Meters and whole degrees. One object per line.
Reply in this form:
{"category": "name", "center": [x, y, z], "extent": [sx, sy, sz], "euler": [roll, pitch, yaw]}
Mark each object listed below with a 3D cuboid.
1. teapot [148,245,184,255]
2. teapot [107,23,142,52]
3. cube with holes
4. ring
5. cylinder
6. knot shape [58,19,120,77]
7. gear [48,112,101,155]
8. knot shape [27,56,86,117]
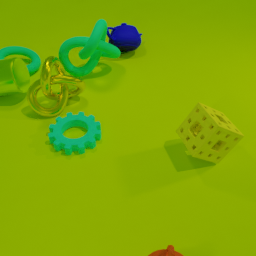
{"category": "teapot", "center": [0.581, 2.317, 4.208], "extent": [0.798, 1.284, 0.629], "euler": [5, 14, 4]}
{"category": "teapot", "center": [-0.078, -3.347, 10.282], "extent": [1.205, 0.949, 1.939], "euler": [-2, 2, 44]}
{"category": "cube with holes", "center": [1.863, 0.126, 6.482], "extent": [0.897, 0.897, 0.897], "euler": [17, 31, -33]}
{"category": "ring", "center": [-3.742, -2.312, 9.544], "extent": [1.483, 0.297, 1.483], "euler": [11, 44, -11]}
{"category": "cylinder", "center": [-3.590, -1.479, 8.214], "extent": [1.032, 1.032, 1.032], "euler": [-7, 42, 8]}
{"category": "knot shape", "center": [-1.273, -2.404, 8.861], "extent": [1.867, 1.995, 0.922], "euler": [-29, 79, 1]}
{"category": "gear", "center": [-1.359, 0.108, 7.223], "extent": [1.323, 0.245, 1.323], "euler": [1, 45, -1]}
{"category": "knot shape", "center": [-2.084, -1.035, 7.802], "extent": [1.540, 1.646, 0.761], "euler": [-50, 52, -3]}
